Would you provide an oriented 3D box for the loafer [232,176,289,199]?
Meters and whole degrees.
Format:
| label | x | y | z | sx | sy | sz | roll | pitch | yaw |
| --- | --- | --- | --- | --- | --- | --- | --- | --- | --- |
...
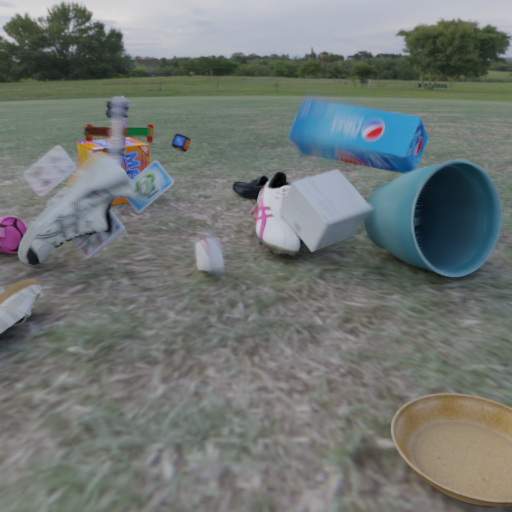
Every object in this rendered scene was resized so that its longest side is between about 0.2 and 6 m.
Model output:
| label | x | y | z | sx | sy | sz | roll | pitch | yaw |
| --- | --- | --- | --- | --- | --- | --- | --- | --- | --- |
| loafer | 0.160 | -1.946 | 15.853 | 1.951 | 0.685 | 0.663 | 15 | 25 | 34 |

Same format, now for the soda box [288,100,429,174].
| label | x | y | z | sx | sy | sz | roll | pitch | yaw |
| --- | --- | --- | --- | --- | --- | --- | --- | --- | --- |
| soda box | 2.131 | -2.531 | 11.896 | 2.736 | 0.928 | 0.878 | 18 | -10 | 32 |

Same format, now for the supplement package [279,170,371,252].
| label | x | y | z | sx | sy | sz | roll | pitch | yaw |
| --- | --- | --- | --- | --- | --- | --- | --- | --- | --- |
| supplement package | 1.382 | -0.927 | 11.314 | 1.228 | 0.903 | 1.175 | -20 | 62 | -32 |

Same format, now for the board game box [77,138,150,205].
| label | x | y | z | sx | sy | sz | roll | pitch | yaw |
| --- | --- | --- | --- | --- | --- | --- | --- | --- | --- |
| board game box | -4.007 | -2.413 | 15.832 | 1.565 | 1.566 | 1.564 | -13 | 24 | -30 |

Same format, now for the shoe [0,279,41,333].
| label | x | y | z | sx | sy | sz | roll | pitch | yaw |
| --- | --- | --- | --- | --- | --- | --- | --- | --- | --- |
| shoe | -3.882 | 0.975 | 8.377 | 0.764 | 0.583 | 2.186 | -36 | 6 | 21 |

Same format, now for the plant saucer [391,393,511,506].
| label | x | y | z | sx | sy | sz | roll | pitch | yaw |
| --- | --- | --- | --- | --- | --- | --- | --- | --- | --- |
| plant saucer | 2.239 | 2.031 | 5.815 | 1.658 | 0.294 | 1.658 | 0 | 21 | 0 |

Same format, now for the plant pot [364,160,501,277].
| label | x | y | z | sx | sy | sz | roll | pitch | yaw |
| --- | --- | --- | --- | --- | --- | --- | --- | --- | --- |
| plant pot | 3.262 | -0.745 | 11.021 | 2.117 | 2.117 | 1.989 | -9 | 8 | -23 |

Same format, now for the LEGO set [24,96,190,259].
| label | x | y | z | sx | sy | sz | roll | pitch | yaw |
| --- | --- | --- | --- | --- | --- | --- | --- | --- | --- |
| LEGO set | -2.887 | -1.786 | 11.580 | 3.127 | 2.336 | 0.767 | -40 | -9 | 4 |

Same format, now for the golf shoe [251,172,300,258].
| label | x | y | z | sx | sy | sz | roll | pitch | yaw |
| --- | --- | --- | --- | --- | --- | --- | --- | --- | --- |
| golf shoe | 0.470 | -0.931 | 12.061 | 0.930 | 1.179 | 2.561 | 11 | 29 | -17 |

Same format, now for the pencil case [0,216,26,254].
| label | x | y | z | sx | sy | sz | roll | pitch | yaw |
| --- | --- | --- | --- | --- | --- | --- | --- | --- | --- |
| pencil case | -5.898 | -0.489 | 11.706 | 2.034 | 0.923 | 0.953 | 3 | -17 | 14 |

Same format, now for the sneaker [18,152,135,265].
| label | x | y | z | sx | sy | sz | roll | pitch | yaw |
| --- | --- | --- | --- | --- | --- | --- | --- | --- | --- |
| sneaker | -3.416 | -0.671 | 10.742 | 1.176 | 2.684 | 1.015 | 41 | 10 | -15 |

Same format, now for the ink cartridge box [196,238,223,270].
| label | x | y | z | sx | sy | sz | roll | pitch | yaw |
| --- | --- | --- | --- | --- | --- | --- | --- | --- | --- |
| ink cartridge box | -0.889 | -0.027 | 10.562 | 0.304 | 0.538 | 0.733 | -4 | -3 | -20 |
